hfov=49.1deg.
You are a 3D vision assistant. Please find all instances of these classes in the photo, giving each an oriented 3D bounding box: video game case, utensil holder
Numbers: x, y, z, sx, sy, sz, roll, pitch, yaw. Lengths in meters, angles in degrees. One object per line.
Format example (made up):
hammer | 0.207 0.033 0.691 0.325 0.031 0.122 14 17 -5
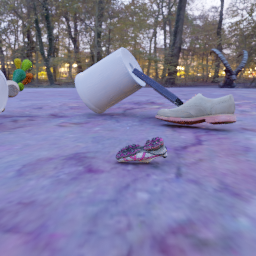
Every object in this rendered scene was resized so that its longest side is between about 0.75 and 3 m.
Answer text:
video game case | 1.155 -1.075 8.730 1.600 0.212 2.240 39 10 23
utensil holder | -0.583 -1.633 9.666 1.904 1.618 1.618 -29 -2 22

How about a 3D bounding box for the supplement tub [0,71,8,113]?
supplement tub | -4.013 -0.921 6.748 1.815 1.274 1.274 6 10 9

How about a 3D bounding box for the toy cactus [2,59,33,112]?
toy cactus | -3.988 -1.410 9.254 2.395 1.225 1.976 -44 27 -14

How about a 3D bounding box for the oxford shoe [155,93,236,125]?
oxford shoe | 1.678 -0.468 7.119 2.046 0.755 0.724 0 -4 27

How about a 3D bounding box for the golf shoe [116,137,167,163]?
golf shoe | 0.190 0.395 4.033 0.760 0.350 0.276 -16 27 19
